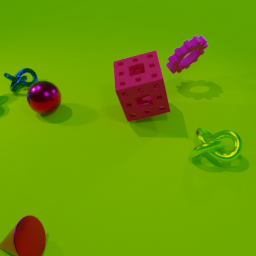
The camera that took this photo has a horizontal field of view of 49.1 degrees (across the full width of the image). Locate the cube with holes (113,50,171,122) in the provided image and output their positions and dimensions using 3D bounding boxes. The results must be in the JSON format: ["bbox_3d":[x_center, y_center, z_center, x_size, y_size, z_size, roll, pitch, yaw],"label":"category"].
[{"bbox_3d":[0.411,-1.242,8.405,1.340,1.340,1.340,-13,49,8],"label":"cube with holes"}]

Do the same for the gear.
[{"bbox_3d":[2.043,-2.520,9.721,1.542,1.542,0.285,-25,72,-28],"label":"gear"}]

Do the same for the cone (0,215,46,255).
[{"bbox_3d":[-2.219,2.229,5.462,0.854,0.851,0.851,-20,35,18],"label":"cone"}]

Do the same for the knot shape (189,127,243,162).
[{"bbox_3d":[2.319,0.429,7.319,1.255,0.620,1.341,6,28,29],"label":"knot shape"}]

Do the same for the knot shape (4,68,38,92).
[{"bbox_3d":[-3.869,-1.797,10.250,1.097,0.542,1.173,-22,42,-26],"label":"knot shape"}]

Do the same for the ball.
[{"bbox_3d":[-2.649,-0.966,8.867,1.070,1.070,1.070,0,39,0],"label":"ball"}]
